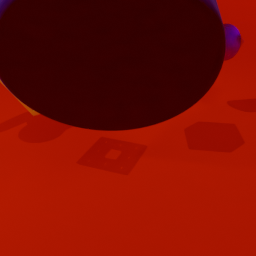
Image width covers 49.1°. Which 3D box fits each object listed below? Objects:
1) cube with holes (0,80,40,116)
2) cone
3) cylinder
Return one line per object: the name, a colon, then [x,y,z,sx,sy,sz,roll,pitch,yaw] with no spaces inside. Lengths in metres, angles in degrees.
cube with holes: [-1.523,-1.111,5.287,1.150,1.150,1.150,-9,42,35]
cone: [2.970,-2.398,7.808,0.961,0.958,0.958,-15,35,-35]
cylinder: [-0.074,-0.523,1.190,0.804,0.804,0.804,-1,59,-1]
